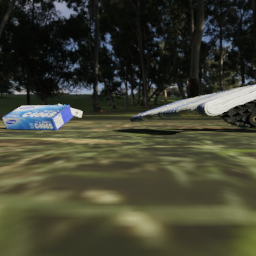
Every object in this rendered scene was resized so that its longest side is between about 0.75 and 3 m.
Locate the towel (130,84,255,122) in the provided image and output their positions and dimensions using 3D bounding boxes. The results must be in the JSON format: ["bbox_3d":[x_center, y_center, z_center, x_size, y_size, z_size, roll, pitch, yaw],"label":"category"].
[{"bbox_3d":[1.117,-0.364,4.823,1.455,0.236,1.981,-18,6,-31],"label":"towel"}]

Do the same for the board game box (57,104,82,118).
[{"bbox_3d":[-2.761,-0.685,11.991,1.047,0.287,1.659,18,-9,-31],"label":"board game box"}]

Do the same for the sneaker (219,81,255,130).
[{"bbox_3d":[3.115,-0.470,5.178,2.805,1.008,1.016,-10,-18,14],"label":"sneaker"}]

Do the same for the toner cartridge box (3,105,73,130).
[{"bbox_3d":[-2.075,-0.249,6.447,1.456,0.314,0.692,1,27,24],"label":"toner cartridge box"}]
